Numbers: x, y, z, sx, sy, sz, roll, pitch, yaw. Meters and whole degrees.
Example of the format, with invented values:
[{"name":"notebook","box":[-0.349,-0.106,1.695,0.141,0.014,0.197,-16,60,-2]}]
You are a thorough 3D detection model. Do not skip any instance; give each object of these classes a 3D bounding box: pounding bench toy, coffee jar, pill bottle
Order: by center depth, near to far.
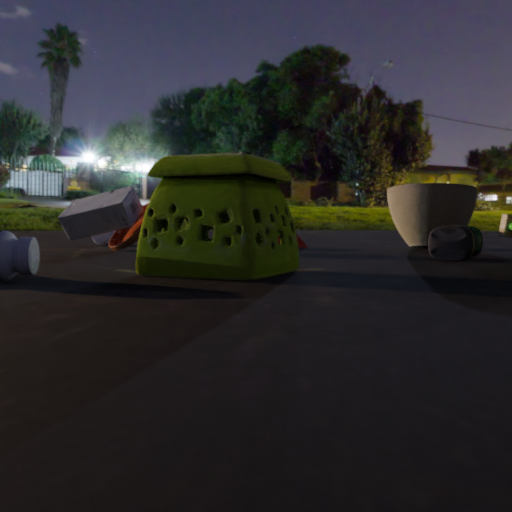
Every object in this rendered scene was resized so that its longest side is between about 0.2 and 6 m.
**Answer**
[{"name":"pill bottle","box":[-2.754,-0.004,5.811,0.877,0.524,0.524,0,3,-5]},{"name":"pounding bench toy","box":[4.491,-0.388,8.364,1.610,1.000,1.256,1,4,24]},{"name":"coffee jar","box":[3.238,-0.214,9.095,0.688,0.563,1.320,2,4,29]},{"name":"pill bottle","box":[-4.069,-0.594,15.081,0.634,0.634,1.128,0,3,-1]}]

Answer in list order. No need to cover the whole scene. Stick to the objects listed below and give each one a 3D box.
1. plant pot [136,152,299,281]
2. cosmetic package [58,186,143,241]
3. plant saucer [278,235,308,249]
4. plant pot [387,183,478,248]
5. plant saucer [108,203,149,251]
[{"name":"plant pot","box":[-0.399,-0.466,6.567,1.509,1.370,1.502,3,4,24]},{"name":"cosmetic package","box":[-3.413,-0.938,12.352,1.588,0.644,0.896,-11,30,13]},{"name":"plant saucer","box":[0.047,-0.331,13.284,1.816,0.333,1.813,3,4,31]},{"name":"plant pot","box":[4.065,-0.876,13.057,2.020,1.356,2.020,2,-2,0]},{"name":"plant saucer","box":[-2.663,-0.643,12.416,0.233,1.444,1.444,48,-20,-24]}]
